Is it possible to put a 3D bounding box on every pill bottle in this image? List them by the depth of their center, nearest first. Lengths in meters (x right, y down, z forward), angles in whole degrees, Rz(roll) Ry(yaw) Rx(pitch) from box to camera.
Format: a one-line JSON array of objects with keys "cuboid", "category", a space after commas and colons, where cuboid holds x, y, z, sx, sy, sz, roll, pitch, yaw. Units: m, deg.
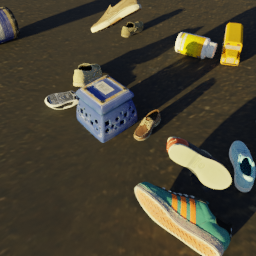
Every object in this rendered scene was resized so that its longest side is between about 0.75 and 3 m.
[{"cuboid": [3.061, -3.683, 12.609, 1.705, 0.931, 0.931, 21, 49, 20], "category": "pill bottle"}, {"cuboid": [-6.654, -4.585, 13.097, 2.694, 1.507, 1.507, -31, 53, -27], "category": "pill bottle"}]

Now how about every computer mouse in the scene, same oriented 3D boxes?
[{"cuboid": [-2.125, -1.059, 10.410, 1.897, 0.416, 1.040, -15, 52, -22], "category": "computer mouse"}]

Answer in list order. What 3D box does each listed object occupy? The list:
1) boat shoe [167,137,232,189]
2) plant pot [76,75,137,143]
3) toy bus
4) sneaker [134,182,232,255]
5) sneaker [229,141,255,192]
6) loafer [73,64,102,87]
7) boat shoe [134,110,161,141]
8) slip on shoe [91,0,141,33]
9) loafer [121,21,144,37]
[{"cuboid": [1.230, 0.595, 4.858, 1.330, 0.473, 0.416, 32, 18, -12], "category": "boat shoe"}, {"cuboid": [-0.740, -0.754, 9.349, 1.615, 1.452, 1.615, -33, 54, -27], "category": "plant pot"}, {"cuboid": [4.736, -3.800, 12.711, 0.783, 0.942, 2.406, 12, 47, 12], "category": "toy bus"}, {"cuboid": [1.359, 2.070, 7.001, 2.544, 0.908, 1.017, 35, 53, 20], "category": "sneaker"}, {"cuboid": [3.413, 0.943, 8.170, 0.658, 0.729, 1.780, 5, 46, 3], "category": "sneaker"}, {"cuboid": [-1.564, -2.237, 11.125, 0.763, 0.689, 2.017, 8, 30, 10], "category": "loafer"}, {"cuboid": [0.639, -0.138, 9.397, 0.531, 0.503, 1.402, 23, 50, 21], "category": "boat shoe"}, {"cuboid": [-0.505, -4.023, 9.878, 1.986, 0.602, 0.755, -20, 14, 26], "category": "slip on shoe"}, {"cuboid": [0.273, -5.155, 14.338, 0.610, 0.541, 1.603, 27, 51, 24], "category": "loafer"}]
